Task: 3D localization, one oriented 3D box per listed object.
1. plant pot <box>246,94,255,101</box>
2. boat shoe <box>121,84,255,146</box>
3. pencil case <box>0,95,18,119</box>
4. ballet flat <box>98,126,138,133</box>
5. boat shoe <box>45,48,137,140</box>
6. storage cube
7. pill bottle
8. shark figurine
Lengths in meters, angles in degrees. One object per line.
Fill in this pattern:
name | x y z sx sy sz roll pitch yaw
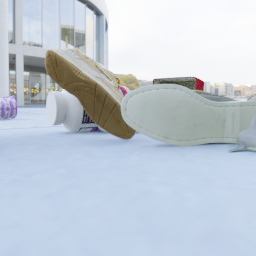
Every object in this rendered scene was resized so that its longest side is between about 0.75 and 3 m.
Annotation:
plant pot | 3.424 -0.345 6.991 0.874 0.874 0.800 -4 20 -35
boat shoe | 1.219 -0.201 5.141 2.848 1.018 0.851 5 4 -11
pencil case | -6.204 -0.911 12.303 2.626 1.122 1.102 -6 1 -41
ballet flat | -0.081 -0.048 6.869 1.282 0.445 0.445 0 5 -10
boat shoe | -0.606 -0.868 5.854 2.612 0.963 0.904 44 48 15
storage cube | 2.231 -1.207 12.085 2.072 1.771 1.863 2 4 25
pill bottle | -0.959 -0.533 7.369 2.160 1.215 1.215 -3 6 -32
shark figurine | 2.064 0.081 4.028 0.892 0.623 1.494 -5 5 -33
